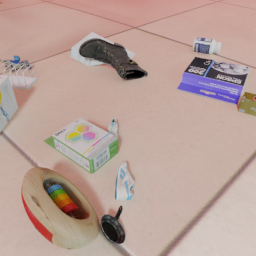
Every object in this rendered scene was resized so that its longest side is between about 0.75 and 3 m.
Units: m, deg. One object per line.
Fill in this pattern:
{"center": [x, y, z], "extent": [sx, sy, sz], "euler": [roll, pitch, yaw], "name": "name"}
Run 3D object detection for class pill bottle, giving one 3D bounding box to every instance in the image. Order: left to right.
{"center": [4.380, -4.564, 15.578], "extent": [1.452, 0.806, 0.806], "euler": [16, 42, 18], "name": "pill bottle"}

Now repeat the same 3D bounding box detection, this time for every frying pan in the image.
{"center": [-0.424, 2.377, 7.135], "extent": [0.807, 0.217, 1.335], "euler": [37, 19, -26], "name": "frying pan"}

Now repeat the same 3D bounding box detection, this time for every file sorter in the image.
{"center": [-5.119, -2.445, 12.924], "extent": [1.376, 0.857, 0.955], "euler": [8, 40, 9], "name": "file sorter"}

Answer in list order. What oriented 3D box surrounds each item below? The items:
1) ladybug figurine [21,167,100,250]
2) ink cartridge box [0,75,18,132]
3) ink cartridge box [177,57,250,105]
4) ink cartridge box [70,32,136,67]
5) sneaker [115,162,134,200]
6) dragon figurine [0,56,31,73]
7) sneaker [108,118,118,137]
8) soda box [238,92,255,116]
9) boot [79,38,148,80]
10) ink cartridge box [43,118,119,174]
{"center": [-1.800, 2.005, 7.020], "extent": [2.565, 0.923, 1.741], "euler": [43, 15, 29], "name": "ladybug figurine"}
{"center": [-5.373, -0.801, 10.306], "extent": [1.592, 1.564, 2.162], "euler": [4, 39, 5], "name": "ink cartridge box"}
{"center": [3.989, -2.310, 12.971], "extent": [2.747, 0.602, 2.773], "euler": [18, 43, 19], "name": "ink cartridge box"}
{"center": [-1.317, -3.952, 15.176], "extent": [2.870, 0.819, 2.332], "euler": [30, 44, 2], "name": "ink cartridge box"}
{"center": [-0.089, 1.575, 8.298], "extent": [0.526, 0.498, 1.302], "euler": [8, 45, -4], "name": "sneaker"}
{"center": [-5.759, -3.306, 14.223], "extent": [1.887, 0.555, 0.938], "euler": [28, 47, 29], "name": "dragon figurine"}
{"center": [-0.569, 0.056, 10.118], "extent": [0.431, 0.498, 1.149], "euler": [-1, 40, -3], "name": "sneaker"}
{"center": [5.460, -0.780, 11.032], "extent": [1.970, 0.630, 0.667], "euler": [21, 44, 23], "name": "soda box"}
{"center": [-0.684, -3.226, 13.441], "extent": [2.868, 0.993, 2.497], "euler": [-7, 46, -30], "name": "boot"}
{"center": [-1.659, 0.409, 9.484], "extent": [2.467, 0.732, 1.281], "euler": [27, 46, 29], "name": "ink cartridge box"}
